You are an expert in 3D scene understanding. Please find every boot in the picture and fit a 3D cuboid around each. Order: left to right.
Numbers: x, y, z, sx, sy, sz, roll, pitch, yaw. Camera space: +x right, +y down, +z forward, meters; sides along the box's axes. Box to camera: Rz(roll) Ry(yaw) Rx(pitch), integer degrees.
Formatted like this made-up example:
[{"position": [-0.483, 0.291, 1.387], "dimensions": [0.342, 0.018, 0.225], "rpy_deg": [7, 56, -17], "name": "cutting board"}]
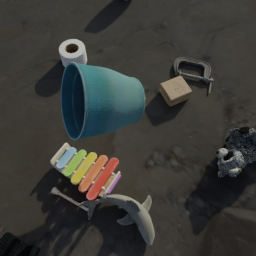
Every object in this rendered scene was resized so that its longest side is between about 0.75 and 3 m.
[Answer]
[{"position": [-3.323, 3.834, 7.824], "dimensions": [1.165, 0.586, 1.558], "rpy_deg": [20, 49, 4], "name": "boot"}]

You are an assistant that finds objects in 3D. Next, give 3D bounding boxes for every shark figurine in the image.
[{"position": [-0.142, 2.349, 8.479], "dimensions": [2.388, 0.996, 1.427], "rpy_deg": [21, 62, 9], "name": "shark figurine"}]

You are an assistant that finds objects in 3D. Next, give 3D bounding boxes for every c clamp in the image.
[{"position": [2.653, -2.259, 11.371], "dimensions": [1.764, 0.239, 1.507], "rpy_deg": [19, 63, 10], "name": "c clamp"}]

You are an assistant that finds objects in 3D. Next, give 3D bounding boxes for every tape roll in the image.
[{"position": [-2.245, -3.012, 11.502], "dimensions": [1.055, 0.724, 1.055], "rpy_deg": [0, 62, 0], "name": "tape roll"}]

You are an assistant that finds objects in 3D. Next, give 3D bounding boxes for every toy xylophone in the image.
[{"position": [-1.431, 1.550, 8.944], "dimensions": [2.419, 0.608, 1.771], "rpy_deg": [17, 61, 20], "name": "toy xylophone"}]

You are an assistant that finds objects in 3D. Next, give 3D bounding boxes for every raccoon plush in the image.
[{"position": [4.120, 1.046, 9.113], "dimensions": [2.552, 1.235, 1.710], "rpy_deg": [16, 71, 8], "name": "raccoon plush"}]

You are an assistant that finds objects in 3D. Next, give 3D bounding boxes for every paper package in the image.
[{"position": [1.812, -1.420, 10.771], "dimensions": [0.951, 0.492, 0.907], "rpy_deg": [-23, 64, -11], "name": "paper package"}]

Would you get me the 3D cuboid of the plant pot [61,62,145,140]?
[{"position": [-0.637, -0.737, 7.686], "dimensions": [1.892, 2.014, 2.014], "rpy_deg": [-4, 59, -28], "name": "plant pot"}]
